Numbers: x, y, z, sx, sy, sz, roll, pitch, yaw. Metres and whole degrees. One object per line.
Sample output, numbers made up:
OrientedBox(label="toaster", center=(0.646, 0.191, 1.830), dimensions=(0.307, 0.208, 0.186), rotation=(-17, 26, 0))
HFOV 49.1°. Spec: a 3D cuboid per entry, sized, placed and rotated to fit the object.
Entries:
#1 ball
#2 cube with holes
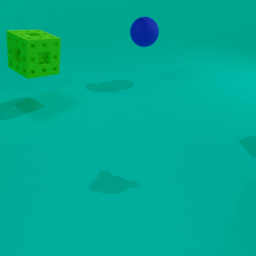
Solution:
OrientedBox(label="ball", center=(0.597, -3.488, 10.185), dimensions=(1.057, 1.057, 1.057), rotation=(0, 31, 0))
OrientedBox(label="cube with holes", center=(-2.882, -2.295, 8.582), dimensions=(1.128, 1.128, 1.128), rotation=(30, 34, 32))
